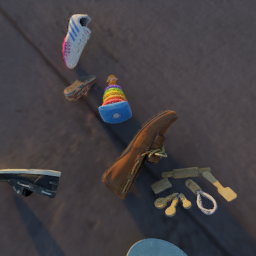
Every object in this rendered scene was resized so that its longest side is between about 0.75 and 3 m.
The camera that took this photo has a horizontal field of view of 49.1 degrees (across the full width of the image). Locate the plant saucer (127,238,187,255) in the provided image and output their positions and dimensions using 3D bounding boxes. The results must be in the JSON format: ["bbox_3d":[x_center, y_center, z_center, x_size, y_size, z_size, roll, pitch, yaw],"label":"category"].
[{"bbox_3d":[0.804,3.571,6.703,1.929,0.371,1.929,16,27,-8],"label":"plant saucer"}]

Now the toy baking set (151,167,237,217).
[{"bbox_3d":[1.624,1.613,7.265,2.162,0.252,1.660,-13,31,18],"label":"toy baking set"}]

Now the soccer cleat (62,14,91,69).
[{"bbox_3d":[-1.678,-2.939,9.350,0.825,0.668,1.911,0,79,22],"label":"soccer cleat"}]

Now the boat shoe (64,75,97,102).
[{"bbox_3d":[-1.500,-1.271,9.003,0.487,0.462,1.286,22,50,39],"label":"boat shoe"}]

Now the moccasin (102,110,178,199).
[{"bbox_3d":[0.498,0.700,7.771,1.085,1.028,2.810,38,79,15],"label":"moccasin"}]

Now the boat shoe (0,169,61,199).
[{"bbox_3d":[-2.827,1.457,7.480,2.217,0.796,0.750,-1,81,23],"label":"boat shoe"}]

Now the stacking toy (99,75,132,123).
[{"bbox_3d":[-0.454,-1.020,8.774,0.930,0.879,1.602,-12,58,4],"label":"stacking toy"}]
